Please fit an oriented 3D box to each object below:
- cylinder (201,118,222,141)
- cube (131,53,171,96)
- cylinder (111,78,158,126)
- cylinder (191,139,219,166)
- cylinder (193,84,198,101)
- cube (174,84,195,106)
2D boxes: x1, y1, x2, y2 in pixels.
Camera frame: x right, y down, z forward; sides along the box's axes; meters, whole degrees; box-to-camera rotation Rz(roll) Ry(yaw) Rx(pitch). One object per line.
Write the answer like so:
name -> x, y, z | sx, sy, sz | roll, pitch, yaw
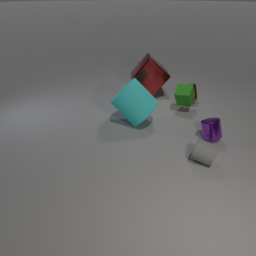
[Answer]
cylinder -> 3.118, 0.039, 10.444 | 0.700, 0.700, 0.700 | -11, 14, 3
cube -> 1.105, -2.700, 14.214 | 1.400, 1.400, 1.400 | 37, 20, -17
cylinder -> 0.259, -1.044, 11.365 | 1.400, 1.400, 1.400 | 44, 30, -10
cylinder -> 2.486, 0.792, 9.079 | 0.700, 0.700, 0.700 | 24, 34, 16
cylinder -> 2.977, -1.702, 13.550 | 0.700, 0.700, 0.700 | -3, -12, -1
cube -> 2.546, -1.489, 12.533 | 0.700, 0.700, 0.700 | 8, 57, 27
